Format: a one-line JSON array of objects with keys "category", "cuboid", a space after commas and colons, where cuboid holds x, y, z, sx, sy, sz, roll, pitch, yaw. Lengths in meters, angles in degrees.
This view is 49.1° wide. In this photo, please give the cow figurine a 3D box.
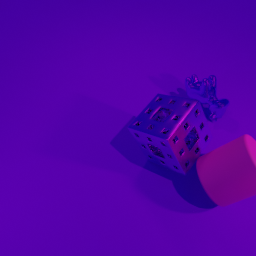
[{"category": "cow figurine", "cuboid": [2.530, -0.972, 9.061, 1.451, 1.428, 0.796, 13, 32, 44]}]

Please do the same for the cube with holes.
[{"category": "cube with holes", "cuboid": [1.157, 0.127, 7.543, 1.394, 1.394, 1.394, 18, 58, 46]}]

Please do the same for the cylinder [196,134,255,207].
[{"category": "cylinder", "cuboid": [2.621, 1.050, 6.850, 1.362, 1.362, 1.362, -34, 44, 31]}]
